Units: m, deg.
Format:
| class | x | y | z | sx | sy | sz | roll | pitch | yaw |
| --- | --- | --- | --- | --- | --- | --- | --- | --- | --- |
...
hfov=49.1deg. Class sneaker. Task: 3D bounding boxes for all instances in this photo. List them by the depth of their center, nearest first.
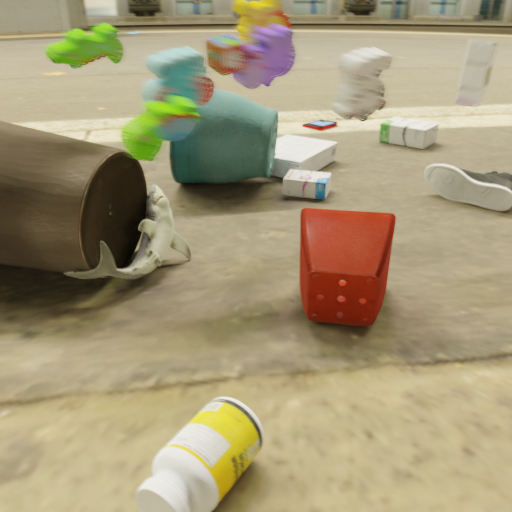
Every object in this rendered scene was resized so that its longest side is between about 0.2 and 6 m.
| class | x | y | z | sx | sy | sz | roll | pitch | yaw |
| --- | --- | --- | --- | --- | --- | --- | --- | --- | --- |
| sneaker | 4.394 | -1.456 | 11.329 | 1.870 | 0.661 | 0.927 | 26 | 35 | 32 |

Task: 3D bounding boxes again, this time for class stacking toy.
| class | x | y | z | sx | sy | sz | roll | pitch | yaw |
| --- | --- | --- | --- | --- | --- | --- | --- | --- | --- |
| stacking toy | -0.510 | -2.559 | 7.849 | 3.958 | 0.930 | 2.985 | -22 | 46 | -23 |

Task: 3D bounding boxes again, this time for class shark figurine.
| class | x | y | z | sx | sy | sz | roll | pitch | yaw |
| --- | --- | --- | --- | --- | --- | --- | --- | --- | --- |
| shark figurine | -1.832 | -0.016 | 8.511 | 0.885 | 1.267 | 2.120 | -18 | 26 | 34 |

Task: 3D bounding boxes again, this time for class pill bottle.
| class | x | y | z | sx | sy | sz | roll | pitch | yaw |
| --- | --- | --- | --- | --- | --- | --- | --- | --- | --- |
| pill bottle | -0.478 | 1.801 | 4.852 | 0.649 | 0.649 | 1.158 | 16 | 31 | 28 |

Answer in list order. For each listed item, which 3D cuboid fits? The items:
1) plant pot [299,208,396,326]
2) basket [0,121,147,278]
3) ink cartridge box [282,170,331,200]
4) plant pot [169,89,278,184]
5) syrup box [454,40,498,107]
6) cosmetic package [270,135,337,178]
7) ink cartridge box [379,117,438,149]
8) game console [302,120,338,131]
| class | x | y | z | sx | sy | sz | roll | pitch | yaw |
| --- | --- | --- | --- | --- | --- | --- | --- | --- | --- |
| plant pot | 1.156 | 0.227 | 7.453 | 1.274 | 1.275 | 1.124 | 5 | 38 | 9 |
| basket | -3.595 | -0.919 | 8.561 | 3.376 | 2.296 | 3.044 | 11 | 20 | 14 |
| ink cartridge box | 1.047 | -1.484 | 11.601 | 0.909 | 0.385 | 0.657 | 6 | 28 | 15 |
| plant pot | -0.585 | -2.448 | 11.779 | 1.983 | 2.110 | 2.110 | 8 | 28 | 5 |
| syrup box | 3.378 | -2.796 | 8.611 | 0.385 | 0.944 | 0.372 | 21 | 25 | 29 |
| cosmetic package | 0.856 | -2.347 | 13.178 | 1.431 | 0.490 | 1.898 | 18 | 33 | 28 |
| ink cartridge box | 4.076 | -3.299 | 14.991 | 1.284 | 0.539 | 0.937 | 19 | 33 | 33 |
| game console | 1.909 | -3.912 | 16.654 | 0.873 | 0.136 | 0.772 | -23 | 35 | -38 |
